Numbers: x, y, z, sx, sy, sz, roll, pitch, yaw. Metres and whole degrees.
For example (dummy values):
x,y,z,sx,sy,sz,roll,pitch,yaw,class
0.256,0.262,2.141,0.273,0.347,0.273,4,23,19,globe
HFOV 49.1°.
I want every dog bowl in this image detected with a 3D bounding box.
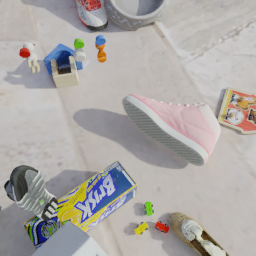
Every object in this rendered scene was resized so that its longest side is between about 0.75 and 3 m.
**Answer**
x,y,z,sx,sy,sz,roll,pitch,yaw,class
0.335,-4.881,10.238,2.507,0.735,2.507,0,85,-3,dog bowl

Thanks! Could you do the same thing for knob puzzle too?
x,y,z,sx,sy,sz,roll,pitch,yaw,class
3.671,-0.503,8.452,1.817,0.252,1.817,0,59,0,knob puzzle

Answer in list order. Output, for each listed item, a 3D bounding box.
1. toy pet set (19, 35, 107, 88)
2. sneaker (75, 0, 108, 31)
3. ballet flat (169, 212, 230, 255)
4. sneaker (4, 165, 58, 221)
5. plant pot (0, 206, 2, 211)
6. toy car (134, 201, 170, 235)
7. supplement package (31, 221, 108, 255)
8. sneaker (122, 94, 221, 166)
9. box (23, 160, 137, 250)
x,y,z,sx,sy,sz,roll,pitch,yaw,class
-1.860,-2.294,8.442,2.300,2.147,1.221,-10,68,-6,toy pet set
-1.558,-5.022,10.442,0.937,1.504,2.806,-19,61,-11,sneaker
1.704,2.570,6.394,0.639,0.592,1.813,-40,66,-23,ballet flat
-2.133,1.206,5.515,1.042,1.805,0.677,19,55,20,sneaker
-3.603,2.177,6.355,0.886,0.884,0.902,16,90,8,plant pot
0.548,2.208,6.854,0.840,0.187,0.790,-4,59,-3,toy car
-0.760,3.040,4.833,1.560,2.029,2.121,-42,96,-23,supplement package
1.283,-0.300,7.868,2.827,1.064,1.478,36,66,14,sneaker
-1.024,1.900,6.615,2.559,0.897,0.823,-33,64,-18,box
